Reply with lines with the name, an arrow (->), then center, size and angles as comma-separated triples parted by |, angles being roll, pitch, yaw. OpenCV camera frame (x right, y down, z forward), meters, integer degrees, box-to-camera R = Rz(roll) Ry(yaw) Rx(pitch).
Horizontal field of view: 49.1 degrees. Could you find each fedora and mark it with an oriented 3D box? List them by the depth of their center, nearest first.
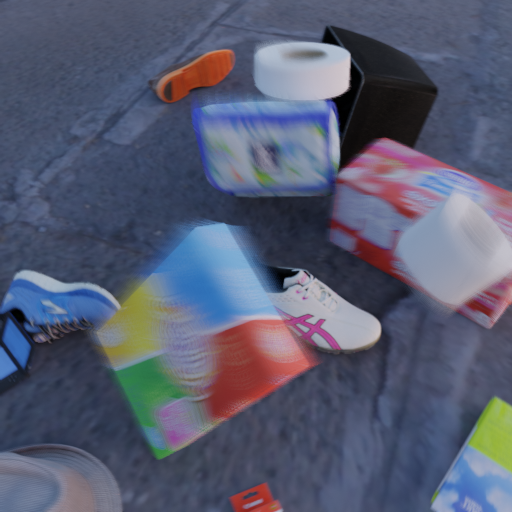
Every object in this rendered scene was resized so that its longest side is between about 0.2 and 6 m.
fedora -> -2.880, 3.043, 6.545 | 2.397, 1.082, 2.120 | -4, 47, -4

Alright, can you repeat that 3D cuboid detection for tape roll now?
tape roll -> 2.637, -0.089, 7.402 | 1.247, 0.857, 1.247 | 27, 40, -25
tape roll -> 0.757, -3.057, 9.219 | 1.529, 0.535, 1.529 | -1, 35, 1

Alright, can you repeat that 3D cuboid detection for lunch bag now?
lunch bag -> 0.304, -1.936, 9.802 | 2.229, 2.622, 1.671 | 0, 80, 11

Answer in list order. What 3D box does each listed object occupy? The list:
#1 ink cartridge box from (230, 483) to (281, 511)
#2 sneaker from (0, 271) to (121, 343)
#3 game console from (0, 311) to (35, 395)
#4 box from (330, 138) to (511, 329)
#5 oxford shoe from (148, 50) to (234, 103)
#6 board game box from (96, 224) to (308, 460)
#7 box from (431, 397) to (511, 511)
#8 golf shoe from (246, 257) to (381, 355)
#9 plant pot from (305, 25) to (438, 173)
ink cartridge box -> 0.077, 3.293, 6.880 | 0.525, 0.242, 0.963 | -17, 50, -15
sneaker -> -2.988, 0.979, 8.757 | 2.284, 0.897, 1.018 | 8, 54, 19
game console -> -3.824, 1.455, 8.398 | 0.819, 0.568, 0.959 | -33, 54, -28
box -> 3.010, -0.471, 9.494 | 3.211, 1.601, 1.533 | 31, 54, 27
oxford shoe -> -1.619, -4.656, 14.004 | 2.368, 0.844, 0.863 | -32, 50, -26
board game box -> -0.821, 1.125, 6.960 | 0.519, 2.574, 1.970 | -12, 66, -51
box -> 3.123, 2.869, 7.132 | 1.171, 0.458, 1.921 | 31, 54, 26
golf shoe -> 0.779, 0.766, 8.692 | 2.399, 1.105, 0.871 | 18, 49, 14
plant pot -> 2.436, -3.270, 11.876 | 2.005, 2.255, 2.260 | -2, 46, -16
